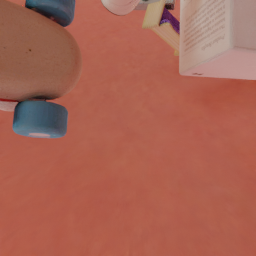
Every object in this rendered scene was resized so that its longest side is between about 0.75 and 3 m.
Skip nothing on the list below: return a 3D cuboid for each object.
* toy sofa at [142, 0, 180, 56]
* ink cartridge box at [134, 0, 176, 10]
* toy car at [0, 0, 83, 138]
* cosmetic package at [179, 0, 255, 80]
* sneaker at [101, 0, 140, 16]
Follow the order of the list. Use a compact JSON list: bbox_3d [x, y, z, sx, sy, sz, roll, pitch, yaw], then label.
[{"bbox_3d":[1.326,-2.782,7.933,0.892,0.757,1.827,9,-9,44],"label":"toy sofa"},{"bbox_3d":[0.539,-4.123,7.998,1.736,1.507,0.378,6,-8,14],"label":"ink cartridge box"},{"bbox_3d":[-1.813,-0.797,3.920,1.840,1.918,2.081,7,-12,-31],"label":"toy car"},{"bbox_3d":[2.573,-2.620,6.026,2.288,2.751,2.302,1,0,-13],"label":"cosmetic package"},{"bbox_3d":[0.366,-2.828,4.733,0.765,0.895,2.054,36,79,-6],"label":"sneaker"}]
